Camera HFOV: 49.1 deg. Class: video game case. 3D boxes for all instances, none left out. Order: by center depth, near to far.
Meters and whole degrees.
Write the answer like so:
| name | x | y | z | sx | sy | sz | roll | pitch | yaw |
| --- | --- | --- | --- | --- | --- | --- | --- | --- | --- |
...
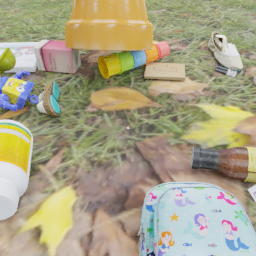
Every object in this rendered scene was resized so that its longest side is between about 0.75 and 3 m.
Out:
| name | x | y | z | sx | sy | sz | roll | pitch | yaw |
| --- | --- | --- | --- | --- | --- | --- | --- | --- | --- |
| video game case | -4.836 | -2.937 | 11.499 | 2.558 | 0.303 | 2.329 | -1 | 39 | -1 |

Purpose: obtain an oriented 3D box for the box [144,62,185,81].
| name | x | y | z | sx | sy | sz | roll | pitch | yaw |
| --- | --- | --- | --- | --- | --- | --- | --- | --- | --- |
| box | 1.411 | -2.165 | 10.641 | 1.497 | 0.159 | 1.223 | 5 | 37 | 6 |

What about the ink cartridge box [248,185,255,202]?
| name | x | y | z | sx | sy | sz | roll | pitch | yaw |
| --- | --- | --- | --- | --- | --- | --- | --- | --- | --- |
| ink cartridge box | 2.577 | 1.591 | 4.962 | 0.213 | 0.543 | 1.147 | -38 | 43 | 16 |

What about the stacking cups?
| name | x | y | z | sx | sy | sz | roll | pitch | yaw |
| --- | --- | --- | --- | --- | --- | --- | --- | --- | --- |
| stacking cups | 0.272 | -2.732 | 10.748 | 2.873 | 0.869 | 0.869 | -25 | 45 | -24 |

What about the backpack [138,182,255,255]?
| name | x | y | z | sx | sy | sz | roll | pitch | yaw |
| --- | --- | --- | --- | --- | --- | --- | --- | --- | --- |
| backpack | 1.120 | 1.881 | 4.742 | 1.934 | 1.640 | 2.179 | 0 | 34 | -1 |

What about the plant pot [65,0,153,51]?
| name | x | y | z | sx | sy | sz | roll | pitch | yaw |
| --- | --- | --- | --- | --- | --- | --- | --- | --- | --- |
| plant pot | -0.602 | -4.041 | 9.242 | 2.972 | 2.721 | 2.972 | 1 | 19 | 0 |

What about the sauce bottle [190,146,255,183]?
| name | x | y | z | sx | sy | sz | roll | pitch | yaw |
| --- | --- | --- | --- | --- | --- | --- | --- | --- | --- |
| sauce bottle | 2.779 | 0.826 | 6.531 | 2.549 | 0.841 | 0.841 | 8 | 40 | 8 |

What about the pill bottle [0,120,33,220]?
| name | x | y | z | sx | sy | sz | roll | pitch | yaw |
| --- | --- | --- | --- | --- | --- | --- | --- | --- | --- |
| pill bottle | -2.788 | 0.884 | 6.181 | 1.193 | 1.193 | 2.115 | -7 | 41 | -8 |

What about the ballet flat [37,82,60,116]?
| name | x | y | z | sx | sy | sz | roll | pitch | yaw |
| --- | --- | --- | --- | --- | --- | --- | --- | --- | --- |
| ballet flat | -2.528 | -0.856 | 8.841 | 0.657 | 0.616 | 1.815 | -23 | 40 | 4 |

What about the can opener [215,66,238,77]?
| name | x | y | z | sx | sy | sz | roll | pitch | yaw |
| --- | --- | --- | --- | --- | --- | --- | --- | --- | --- |
| can opener | 3.738 | -2.153 | 10.683 | 0.826 | 0.217 | 0.274 | 26 | 11 | 26 |

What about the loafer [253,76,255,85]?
| name | x | y | z | sx | sy | sz | roll | pitch | yaw |
| --- | --- | --- | --- | --- | --- | --- | --- | --- | --- |
| loafer | 4.873 | -1.902 | 10.232 | 0.380 | 0.332 | 1.057 | 28 | 47 | 30 |

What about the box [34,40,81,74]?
| name | x | y | z | sx | sy | sz | roll | pitch | yaw |
| --- | --- | --- | --- | --- | --- | --- | --- | --- | --- |
| box | -2.674 | -2.737 | 10.734 | 1.508 | 0.964 | 0.821 | 6 | 39 | 9 |

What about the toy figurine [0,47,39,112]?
| name | x | y | z | sx | sy | sz | roll | pitch | yaw |
| --- | --- | --- | --- | --- | --- | --- | --- | --- | --- |
| toy figurine | -3.671 | -1.174 | 8.930 | 1.734 | 1.527 | 2.895 | 19 | 40 | -12 |

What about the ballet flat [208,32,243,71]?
| name | x | y | z | sx | sy | sz | roll | pitch | yaw |
| --- | --- | --- | --- | --- | --- | --- | --- | --- | --- |
| ballet flat | 3.926 | -3.223 | 11.474 | 0.860 | 0.795 | 2.551 | -7 | 40 | -9 |
